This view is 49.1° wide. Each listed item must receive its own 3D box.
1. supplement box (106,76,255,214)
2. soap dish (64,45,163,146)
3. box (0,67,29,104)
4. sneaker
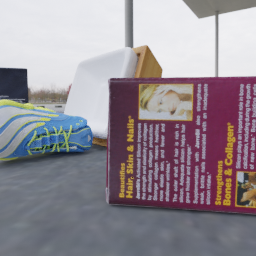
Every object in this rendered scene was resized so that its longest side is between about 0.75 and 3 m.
[{"bbox_3d":[0.785,0.102,2.359,1.825,1.007,0.782,1,4,11],"label":"supplement box"},{"bbox_3d":[-0.425,-0.599,6.185,1.030,1.995,2.535,18,-6,-34],"label":"soap dish"},{"bbox_3d":[-5.413,-1.469,13.165,1.444,2.460,2.419,-2,4,-20],"label":"box"},{"bbox_3d":[-1.241,0.015,4.385,1.219,0.879,2.320,1,4,7],"label":"sneaker"}]
